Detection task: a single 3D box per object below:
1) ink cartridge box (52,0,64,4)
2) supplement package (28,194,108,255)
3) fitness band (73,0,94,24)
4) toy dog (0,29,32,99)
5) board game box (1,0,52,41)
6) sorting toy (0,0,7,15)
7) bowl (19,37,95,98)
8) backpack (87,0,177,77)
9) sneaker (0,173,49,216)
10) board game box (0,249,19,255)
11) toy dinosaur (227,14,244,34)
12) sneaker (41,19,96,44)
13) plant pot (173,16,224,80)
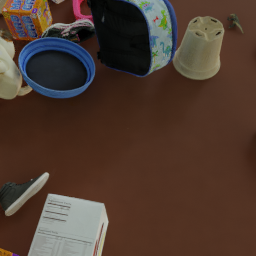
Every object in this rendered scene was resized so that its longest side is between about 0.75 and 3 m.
[{"bbox_3d":[-3.021,-6.201,12.119,1.238,0.713,2.138,40,67,21],"label":"ink cartridge box"},{"bbox_3d":[-1.264,2.648,6.233,1.281,1.666,1.742,9,59,5],"label":"supplement package"},{"bbox_3d":[-1.429,-5.033,11.418,1.648,0.429,2.294,-14,54,2],"label":"fitness band"},{"bbox_3d":[-4.352,-2.229,9.178,2.384,1.716,2.459,1,53,-26],"label":"toy dog"},{"bbox_3d":[-3.754,-4.240,10.612,1.271,1.271,1.272,4,59,3],"label":"board game box"},{"bbox_3d":[-5.294,-4.995,11.654,0.784,0.275,1.626,28,62,16],"label":"sorting toy"},{"bbox_3d":[-2.321,-1.994,9.287,2.433,0.478,2.433,9,54,-13],"label":"bowl"},{"bbox_3d":[0.337,-3.056,8.851,2.007,2.499,2.731,-28,39,-27],"label":"backpack"},{"bbox_3d":[-2.873,1.577,7.549,0.723,0.516,1.459,41,71,16],"label":"sneaker"},{"bbox_3d":[-3.656,3.682,5.161,2.425,2.423,2.423,-8,59,-5],"label":"board game box"},{"bbox_3d":[4.252,-4.230,11.214,0.518,0.279,1.176,-5,62,-11],"label":"toy dinosaur"},{"bbox_3d":[-2.127,-3.365,10.154,2.068,0.831,0.893,-27,45,-8],"label":"sneaker"},{"bbox_3d":[2.498,-2.829,9.594,1.720,1.574,1.720,0,59,0],"label":"plant pot"}]
